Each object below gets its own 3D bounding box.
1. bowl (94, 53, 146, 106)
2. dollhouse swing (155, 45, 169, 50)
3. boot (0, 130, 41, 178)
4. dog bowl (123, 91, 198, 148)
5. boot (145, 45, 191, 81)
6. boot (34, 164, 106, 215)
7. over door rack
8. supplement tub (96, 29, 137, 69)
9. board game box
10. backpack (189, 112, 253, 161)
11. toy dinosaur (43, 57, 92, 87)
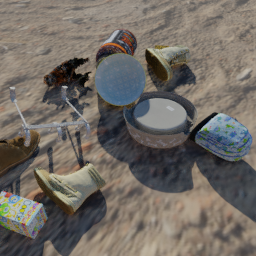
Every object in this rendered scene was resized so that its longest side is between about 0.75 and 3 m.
[{"bbox_3d":[-0.255,-1.957,11.589,2.079,2.079,1.119,5,6,6],"label":"bowl"},{"bbox_3d":[1.813,-4.087,15.155,0.767,0.674,0.697,4,-1,5],"label":"dollhouse swing"},{"bbox_3d":[-3.766,0.665,8.945,0.888,0.910,2.412,19,42,23],"label":"boot"},{"bbox_3d":[1.153,-0.321,10.196,2.657,0.779,2.657,0,41,0],"label":"dog bowl"},{"bbox_3d":[2.155,-3.243,13.530,2.049,0.955,2.649,-11,39,-12],"label":"boot"},{"bbox_3d":[-1.716,1.468,8.152,1.843,0.671,1.432,31,50,30],"label":"boot"},{"bbox_3d":[-2.790,-0.413,9.848,2.147,0.968,2.906,-6,39,-29],"label":"over door rack"},{"bbox_3d":[-0.579,-3.502,13.366,1.570,1.570,2.935,9,41,10],"label":"supplement tub"},{"bbox_3d":[-2.846,2.237,7.251,1.259,0.660,0.649,13,43,16],"label":"board game box"},{"bbox_3d":[3.162,0.292,9.206,1.437,1.354,1.762,-34,64,-18],"label":"backpack"},{"bbox_3d":[-2.687,-2.726,12.828,1.724,1.298,2.541,10,60,36],"label":"toy dinosaur"}]
